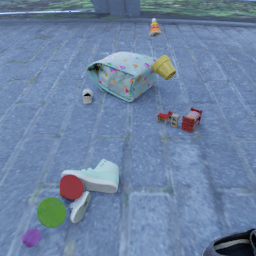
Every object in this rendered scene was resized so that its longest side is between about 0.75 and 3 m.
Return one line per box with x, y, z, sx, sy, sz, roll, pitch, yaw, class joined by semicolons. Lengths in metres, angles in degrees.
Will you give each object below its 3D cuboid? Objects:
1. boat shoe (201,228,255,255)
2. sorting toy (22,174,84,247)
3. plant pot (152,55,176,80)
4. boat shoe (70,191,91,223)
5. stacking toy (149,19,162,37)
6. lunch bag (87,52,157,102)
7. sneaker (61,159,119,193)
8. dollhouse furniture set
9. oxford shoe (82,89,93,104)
3.178;2.912;6.692;2.915;0.914;1.059;-6;35;-9;boat shoe
-2.164;2.322;7.850;0.806;0.801;2.325;43;44;-7;sorting toy
1.409;-2.235;10.621;0.766;0.766;0.721;-27;72;-34;plant pot
-1.454;2.289;8.147;0.405;0.397;1.138;-1;29;18;boat shoe
1.196;-4.573;12.674;0.568;0.778;0.568;-9;-4;-1;stacking toy
-0.306;-2.888;14.483;2.973;1.813;2.533;24;41;23;lunch bag
-1.165;1.455;9.048;1.810;0.666;1.068;11;40;-1;sneaker
2.179;-0.505;11.935;1.681;0.684;0.904;19;39;26;dollhouse furniture set
-2.012;-1.677;13.911;0.550;0.422;1.462;-6;32;-3;oxford shoe
